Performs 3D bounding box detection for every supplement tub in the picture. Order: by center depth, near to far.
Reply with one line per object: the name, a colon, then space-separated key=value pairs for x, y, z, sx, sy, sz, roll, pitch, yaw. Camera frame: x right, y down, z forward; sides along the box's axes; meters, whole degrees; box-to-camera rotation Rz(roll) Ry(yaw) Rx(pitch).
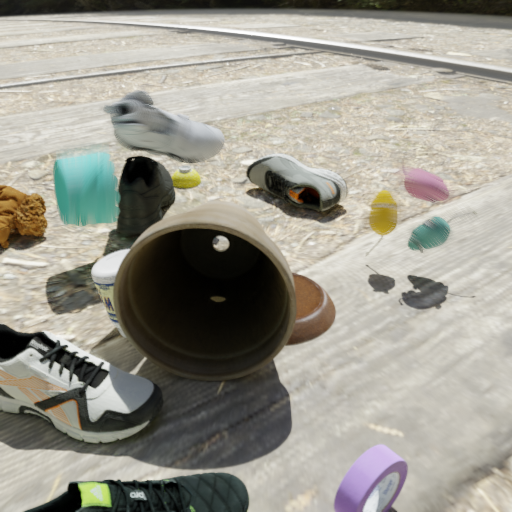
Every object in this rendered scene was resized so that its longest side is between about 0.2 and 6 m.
supplement tub: x=-2.014 y=0.606 z=8.926 sx=0.881 sy=1.215 sz=0.881 roll=-12 pitch=27 yaw=6

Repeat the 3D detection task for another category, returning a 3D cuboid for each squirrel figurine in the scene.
squirrel figurine: x=-5.111 y=-0.787 z=11.766 sx=1.372 sy=0.971 sz=1.280 roll=-2 pitch=37 yaw=3

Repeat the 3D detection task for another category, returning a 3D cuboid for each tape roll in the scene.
tape roll: x=1.254 y=2.523 z=6.086 sx=0.902 sy=0.902 sz=0.296 roll=-24 pitch=38 yaw=-34

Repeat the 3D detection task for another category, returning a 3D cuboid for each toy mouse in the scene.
toy mouse: x=3.034 y=-0.785 z=10.203 sx=1.899 sy=2.137 sz=0.414 roll=8 pitch=23 yaw=14

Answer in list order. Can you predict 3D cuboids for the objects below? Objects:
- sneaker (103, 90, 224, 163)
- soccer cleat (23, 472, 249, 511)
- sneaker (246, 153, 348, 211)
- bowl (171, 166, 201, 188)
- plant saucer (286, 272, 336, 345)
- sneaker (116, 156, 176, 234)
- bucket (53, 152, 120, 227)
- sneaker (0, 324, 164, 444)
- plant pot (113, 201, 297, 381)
sneaker: x=-1.938 y=-2.655 z=11.640 sx=2.453 sy=0.922 sz=1.410 roll=10 pitch=-11 yaw=7
soccer cleat: x=-1.331 y=2.675 z=5.642 sx=2.674 sy=1.084 sz=0.903 roll=-10 pitch=32 yaw=-17
sneaker: x=0.819 y=-1.738 z=13.356 sx=2.623 sy=0.970 sz=1.040 roll=20 pitch=40 yaw=29
bowl: x=-1.823 y=-2.077 z=14.430 sx=0.781 sy=0.420 sz=0.781 roll=0 pitch=31 yaw=0
plant saucer: x=0.390 y=0.792 z=9.625 sx=1.974 sy=0.340 sz=1.974 roll=0 pitch=31 yaw=0
sneaker: x=-2.502 y=-1.707 z=12.800 sx=1.202 sy=1.437 sz=3.166 roll=-2 pitch=29 yaw=-4
bucket: x=-3.171 y=-1.214 z=10.403 sx=0.908 sy=1.396 sz=1.396 roll=-11 pitch=32 yaw=-29
sneaker: x=-2.558 y=1.643 z=7.440 sx=2.739 sy=1.096 sz=1.010 roll=9 pitch=30 yaw=11
plant pot: x=-0.632 y=0.239 z=8.517 sx=2.520 sy=2.520 sz=2.187 roll=2 pitch=26 yaw=3
